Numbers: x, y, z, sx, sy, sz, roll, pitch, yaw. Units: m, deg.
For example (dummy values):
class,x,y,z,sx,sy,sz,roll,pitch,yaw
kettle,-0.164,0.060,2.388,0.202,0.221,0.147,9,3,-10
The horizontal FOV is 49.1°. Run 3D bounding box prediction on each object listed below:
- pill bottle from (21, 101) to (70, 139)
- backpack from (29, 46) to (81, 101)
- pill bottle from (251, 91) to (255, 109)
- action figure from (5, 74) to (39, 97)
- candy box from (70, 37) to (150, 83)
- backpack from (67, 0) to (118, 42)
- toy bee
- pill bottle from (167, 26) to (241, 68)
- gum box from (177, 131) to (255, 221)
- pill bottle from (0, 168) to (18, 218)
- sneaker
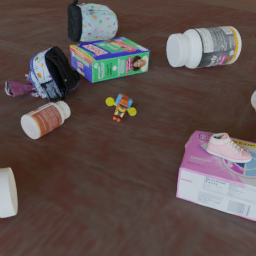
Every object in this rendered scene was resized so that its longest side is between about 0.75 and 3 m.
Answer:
class,x,y,z,sx,sy,sz,roll,pitch,yaw
pill bottle,-2.387,-0.290,8.286,0.753,0.753,1.343,21,38,30
backpack,-2.699,-1.984,10.099,1.365,1.688,1.772,-10,30,16
pill bottle,4.450,-0.541,8.305,1.064,1.064,1.861,-1,28,-2
action figure,-3.789,-1.421,10.399,1.310,0.878,0.976,-7,-12,-32
candy box,-0.846,-3.096,12.404,2.798,1.078,2.365,-19,38,-25
backpack,-2.044,-6.165,16.517,2.817,2.351,1.783,-14,55,-26
toy bee,-0.273,-0.665,8.959,0.998,0.829,1.524,27,7,13
pill bottle,3.379,-3.613,12.647,2.963,1.724,1.724,-10,34,-15
gum box,2.432,1.027,6.057,2.692,0.890,1.528,13,35,20
pill bottle,-3.275,1.400,5.183,2.185,1.234,1.234,-9,33,-16
sneaker,2.110,0.389,5.789,0.906,0.474,0.341,16,34,23
